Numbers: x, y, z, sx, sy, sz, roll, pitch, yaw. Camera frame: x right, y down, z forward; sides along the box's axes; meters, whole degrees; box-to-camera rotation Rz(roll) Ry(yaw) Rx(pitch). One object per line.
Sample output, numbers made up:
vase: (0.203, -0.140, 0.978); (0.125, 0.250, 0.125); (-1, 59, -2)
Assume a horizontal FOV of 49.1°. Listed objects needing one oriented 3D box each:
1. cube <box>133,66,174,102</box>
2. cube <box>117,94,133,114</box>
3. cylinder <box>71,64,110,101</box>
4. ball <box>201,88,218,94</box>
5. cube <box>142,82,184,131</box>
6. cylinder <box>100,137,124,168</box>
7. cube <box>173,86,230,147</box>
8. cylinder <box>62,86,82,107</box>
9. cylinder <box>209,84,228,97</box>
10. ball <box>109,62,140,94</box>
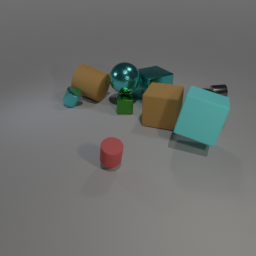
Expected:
cube: (1.172, -2.039, 13.443); (1.400, 1.400, 1.400); (-17, 34, -26)
cube: (-0.125, -1.068, 12.489); (0.700, 0.700, 0.700); (0, 29, 1)
cylinder: (-1.753, -2.170, 13.381); (1.400, 1.400, 1.400); (24, 36, 12)
ball: (3.170, -0.949, 11.636); (1.400, 1.400, 1.400); (0, 30, 0)
cube: (1.437, -0.909, 11.480); (1.400, 1.400, 1.400); (10, 33, 16)
cylinder: (-0.517, 0.764, 8.733); (0.700, 0.700, 0.700); (5, 47, -5)
cube: (2.507, -0.445, 9.507); (1.400, 1.400, 1.400); (20, 25, 11)
cylinder: (-2.573, -1.442, 12.892); (0.700, 0.700, 0.700); (21, 39, -18)
cylinder: (4.371, -1.743, 13.577); (0.700, 0.700, 0.700); (-5, 31, 0)
ball: (-0.146, -2.240, 12.573); (1.400, 1.400, 1.400); (0, 30, 0)
